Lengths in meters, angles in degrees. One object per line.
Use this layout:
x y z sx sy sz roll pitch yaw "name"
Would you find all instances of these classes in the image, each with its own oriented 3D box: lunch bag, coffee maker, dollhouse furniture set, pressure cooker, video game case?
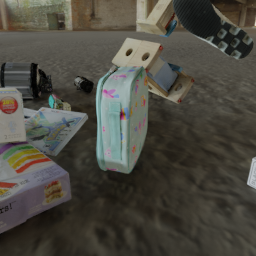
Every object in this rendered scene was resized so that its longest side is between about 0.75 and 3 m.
-0.150 -0.272 7.127 0.994 2.578 2.067 7 27 15 "lunch bag"
-2.084 -2.193 13.948 0.967 0.678 1.007 -12 27 -26 "coffee maker"
1.286 -2.578 8.935 1.907 2.707 1.897 32 2 -39 "dollhouse furniture set"
-4.509 -2.069 12.343 1.859 1.635 1.661 -3 -7 -12 "pressure cooker"
-2.532 0.028 8.878 1.840 0.222 2.019 9 38 20 "video game case"

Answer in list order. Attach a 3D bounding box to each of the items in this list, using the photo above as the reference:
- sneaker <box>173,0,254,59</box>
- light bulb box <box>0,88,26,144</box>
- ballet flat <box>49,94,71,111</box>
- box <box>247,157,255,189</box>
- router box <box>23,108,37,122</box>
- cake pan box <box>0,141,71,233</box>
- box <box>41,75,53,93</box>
2.281 -2.886 7.847 2.528 0.936 1.119 38 25 -8 "sneaker"
-3.740 -0.327 7.101 1.964 1.237 1.982 -7 15 -24 "light bulb box"
-2.637 -0.821 10.872 0.755 0.733 2.120 5 19 -20 "ballet flat"
4.058 1.242 5.982 1.417 0.730 2.429 -16 28 -32 "box"
-3.739 -0.279 9.983 1.186 0.323 1.322 12 26 25 "router box"
-3.158 1.235 6.016 2.915 0.763 2.685 -19 28 -37 "cake pan box"
-4.433 -2.138 13.750 1.361 0.722 0.832 -7 24 -15 "box"
